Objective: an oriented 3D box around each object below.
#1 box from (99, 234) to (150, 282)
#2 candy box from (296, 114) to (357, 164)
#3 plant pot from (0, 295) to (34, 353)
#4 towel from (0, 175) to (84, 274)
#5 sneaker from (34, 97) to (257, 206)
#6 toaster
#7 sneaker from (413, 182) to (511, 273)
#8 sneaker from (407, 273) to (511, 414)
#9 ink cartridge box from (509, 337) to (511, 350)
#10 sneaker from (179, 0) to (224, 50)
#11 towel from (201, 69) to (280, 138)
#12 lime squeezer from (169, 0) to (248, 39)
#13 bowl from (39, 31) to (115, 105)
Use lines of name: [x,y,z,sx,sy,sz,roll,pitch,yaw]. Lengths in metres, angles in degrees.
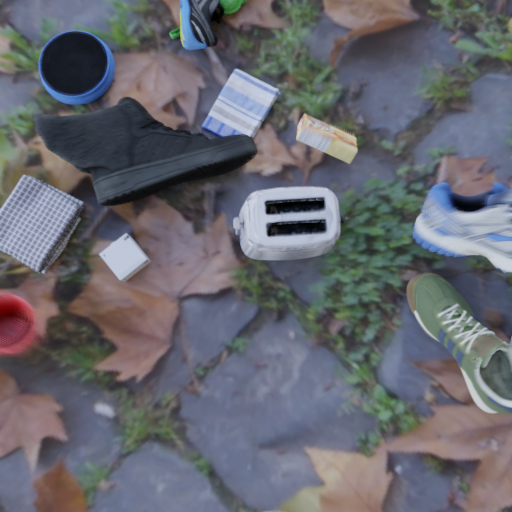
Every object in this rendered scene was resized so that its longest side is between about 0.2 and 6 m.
box: [-2.638,0.044,11.295,0.698,0.459,0.702,-39,84,-5]
candy box: [1.428,-2.366,11.303,1.205,0.696,0.333,22,124,-8]
plant pot: [-4.631,1.346,10.439,1.040,0.920,1.040,5,66,-11]
towel: [-4.434,-0.667,11.261,1.379,0.713,1.666,29,83,3]
sneaker: [-2.173,-2.353,11.226,4.030,1.210,2.102,-18,86,0]
toaster: [0.731,-0.619,10.841,2.319,1.498,1.317,-2,85,0]
sneaker: [4.636,-0.546,10.305,3.325,1.281,1.416,14,122,20]
sneaker: [4.134,1.600,10.564,1.042,1.395,3.108,-31,85,-10]
ink cartridge box: [5.634,1.514,11.072,0.905,0.521,1.240,20,83,3]
sneaker: [-1.143,-5.304,11.814,0.918,0.786,2.216,1,73,-11]
towel: [-0.329,-3.110,11.849,1.117,0.181,1.521,29,84,4]
lime squeezer: [-0.513,-5.591,11.783,3.082,1.088,0.581,-41,86,26]
bowl: [-3.831,-4.025,11.899,1.593,0.313,1.593,0,83,0]
